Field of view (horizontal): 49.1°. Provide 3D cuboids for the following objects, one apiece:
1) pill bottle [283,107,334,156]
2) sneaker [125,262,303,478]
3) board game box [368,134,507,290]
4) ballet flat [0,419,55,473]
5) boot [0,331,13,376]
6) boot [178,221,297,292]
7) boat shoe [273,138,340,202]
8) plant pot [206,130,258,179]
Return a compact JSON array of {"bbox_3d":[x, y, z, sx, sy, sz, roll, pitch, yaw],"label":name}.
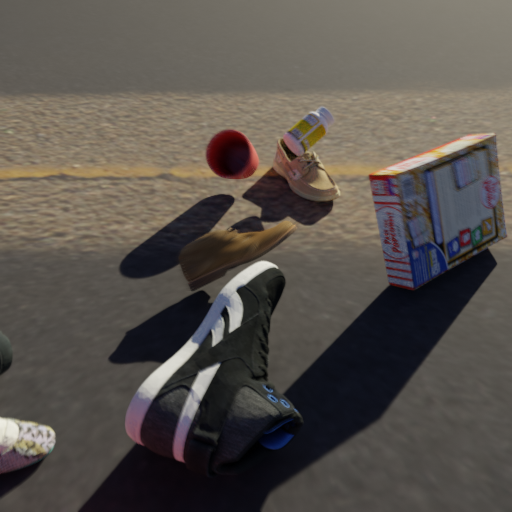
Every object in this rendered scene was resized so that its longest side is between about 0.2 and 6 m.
[{"bbox_3d":[1.063,-2.498,11.159,0.982,0.552,0.552,-42,47,-6],"label":"pill bottle"},{"bbox_3d":[-0.001,1.399,6.858,1.678,1.096,2.999,22,49,23],"label":"sneaker"},{"bbox_3d":[3.004,-0.764,8.997,2.423,1.835,0.561,-23,19,-28],"label":"board game box"},{"bbox_3d":[-3.191,2.094,6.156,1.810,0.651,0.651,-7,37,-10],"label":"ballet flat"},{"bbox_3d":[-4.616,1.227,6.551,2.630,1.004,2.210,19,20,15],"label":"boot"},{"bbox_3d":[-0.285,-0.193,8.690,1.925,0.726,0.709,-26,-3,-10],"label":"boot"},{"bbox_3d":[0.980,-1.776,11.418,0.751,0.676,2.082,-16,39,-21],"label":"boat shoe"},{"bbox_3d":[-0.403,-1.920,11.041,0.957,0.957,0.846,13,1,17],"label":"plant pot"}]
